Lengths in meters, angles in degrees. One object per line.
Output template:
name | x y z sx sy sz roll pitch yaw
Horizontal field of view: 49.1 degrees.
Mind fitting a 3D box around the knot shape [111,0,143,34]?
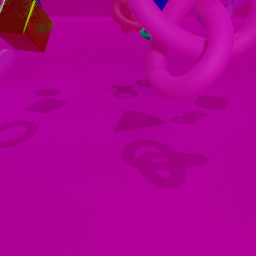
knot shape | -0.008 -3.784 9.186 0.833 1.802 1.686 -15 -9 13

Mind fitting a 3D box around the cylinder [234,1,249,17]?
cylinder | 3.202 -3.570 7.164 1.089 1.089 1.089 21 10 -4

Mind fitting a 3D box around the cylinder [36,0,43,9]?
cylinder | -3.172 -3.668 8.796 0.976 0.976 0.976 -2 46 2

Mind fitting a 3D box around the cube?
cube | -2.815 -2.777 7.665 0.991 0.991 0.991 10 -12 17

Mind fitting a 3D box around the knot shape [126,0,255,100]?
knot shape | 0.792 -1.541 3.873 1.883 2.012 0.930 45 3 9

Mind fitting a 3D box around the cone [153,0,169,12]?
cone | 0.174 -2.759 5.258 1.591 1.591 1.597 19 35 36

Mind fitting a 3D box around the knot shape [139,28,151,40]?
knot shape | 1.322 -3.775 10.232 0.921 1.865 1.993 -37 3 -31

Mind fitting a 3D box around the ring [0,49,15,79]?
ring | -3.185 -1.125 6.287 1.662 0.332 1.662 -31 33 23

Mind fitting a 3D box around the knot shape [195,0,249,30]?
knot shape | 2.015 -2.728 6.023 0.653 1.323 1.414 39 3 33
